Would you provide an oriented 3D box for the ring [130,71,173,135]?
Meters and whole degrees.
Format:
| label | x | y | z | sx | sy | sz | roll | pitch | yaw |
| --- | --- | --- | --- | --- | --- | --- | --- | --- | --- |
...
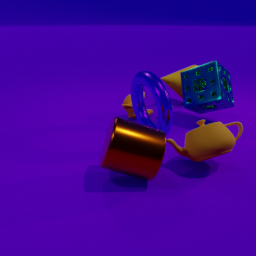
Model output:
| label | x | y | z | sx | sy | sz | roll | pitch | yaw |
| --- | --- | --- | --- | --- | --- | --- | --- | --- | --- |
| ring | 0.629 | -0.642 | 7.927 | 0.394 | 1.968 | 1.968 | -19 | 28 | -20 |

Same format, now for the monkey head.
| label | x | y | z | sx | sy | sz | roll | pitch | yaw |
| --- | --- | --- | --- | --- | --- | --- | --- | --- | --- |
| monkey head | 0.338 | -0.765 | 9.467 | 0.964 | 0.807 | 1.340 | 4 | 28 | 32 |

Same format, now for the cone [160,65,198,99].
| label | x | y | z | sx | sy | sz | roll | pitch | yaw |
| --- | --- | --- | --- | --- | --- | --- | --- | --- | --- |
| cone | 1.886 | -1.808 | 10.843 | 1.497 | 1.492 | 1.492 | 4 | 18 | -27 |

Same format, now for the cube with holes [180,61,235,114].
| label | x | y | z | sx | sy | sz | roll | pitch | yaw |
| --- | --- | --- | --- | --- | --- | --- | --- | --- | --- |
| cube with holes | 2.593 | -1.258 | 9.144 | 1.224 | 1.224 | 1.224 | -13 | -15 | 37 |

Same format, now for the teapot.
| label | x | y | z | sx | sy | sz | roll | pitch | yaw |
| --- | --- | --- | --- | --- | --- | --- | --- | --- | --- |
| teapot | 1.772 | 0.271 | 6.502 | 1.863 | 0.912 | 1.158 | -17 | -11 | 1 |

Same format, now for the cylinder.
| label | x | y | z | sx | sy | sz | roll | pitch | yaw |
| --- | --- | --- | --- | --- | --- | --- | --- | --- | --- |
| cylinder | 0.084 | 0.441 | 5.963 | 1.128 | 1.128 | 1.128 | 17 | 20 | -10 |
